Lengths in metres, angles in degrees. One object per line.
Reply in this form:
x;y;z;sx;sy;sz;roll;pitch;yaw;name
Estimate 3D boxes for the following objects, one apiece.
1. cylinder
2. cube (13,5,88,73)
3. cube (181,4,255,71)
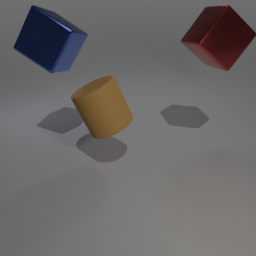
-0.753;-0.625;8.316;1.400;1.400;1.400;-22;23;10;cylinder
-2.338;-2.688;8.651;1.400;1.400;1.400;33;18;1;cube
2.834;-2.871;8.951;1.400;1.400;1.400;33;10;-22;cube
